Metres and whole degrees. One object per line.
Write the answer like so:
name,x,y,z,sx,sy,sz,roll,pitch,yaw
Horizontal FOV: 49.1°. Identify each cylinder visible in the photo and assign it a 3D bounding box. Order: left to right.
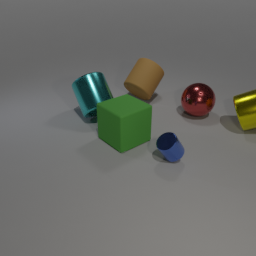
cylinder,-1.384,-1.324,11.327,1.400,1.400,1.400,-23,-8,-3
cylinder,0.733,-2.238,12.849,1.400,1.400,1.400,23,77,35
cylinder,1.339,0.603,8.851,0.700,0.700,0.700,-20,44,21
cylinder,4.816,-0.736,10.414,1.400,1.400,1.400,-17,21,26

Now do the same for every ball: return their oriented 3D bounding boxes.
ball,2.907,-1.170,11.629,1.400,1.400,1.400,0,29,0

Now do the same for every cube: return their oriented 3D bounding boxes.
cube,-0.132,-0.206,9.918,1.400,1.400,1.400,-22,36,-34
